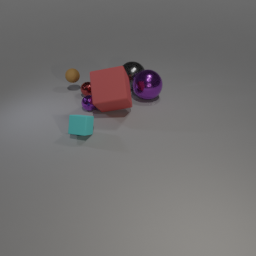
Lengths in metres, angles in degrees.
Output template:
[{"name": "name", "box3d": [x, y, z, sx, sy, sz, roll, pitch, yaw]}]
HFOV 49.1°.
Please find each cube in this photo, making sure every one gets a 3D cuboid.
[{"name": "cube", "box3d": [-1.745, -0.119, 10.460, 0.700, 0.700, 0.700, 6, 5, 16]}, {"name": "cube", "box3d": [-0.675, -1.571, 11.638, 1.400, 1.400, 1.400, -9, -11, 8]}]

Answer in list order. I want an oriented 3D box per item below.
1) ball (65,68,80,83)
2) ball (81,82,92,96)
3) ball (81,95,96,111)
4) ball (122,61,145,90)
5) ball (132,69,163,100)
[{"name": "ball", "box3d": [-2.717, -2.561, 13.702, 0.700, 0.700, 0.700, 0, 32, 0]}, {"name": "ball", "box3d": [-1.924, -1.867, 13.429, 0.700, 0.700, 0.700, 0, 32, 0]}, {"name": "ball", "box3d": [-1.690, -1.103, 12.271, 0.700, 0.700, 0.700, 0, 32, 0]}, {"name": "ball", "box3d": [0.208, -2.631, 14.065, 1.400, 1.400, 1.400, 0, 32, 0]}, {"name": "ball", "box3d": [0.904, -2.007, 13.010, 1.400, 1.400, 1.400, 0, 32, 0]}]
